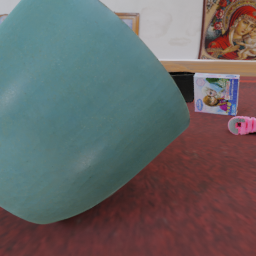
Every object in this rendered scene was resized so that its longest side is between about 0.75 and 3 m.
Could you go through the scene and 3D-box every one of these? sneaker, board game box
[{"bbox_3d":[3.662,-0.069,7.834,1.583,0.625,0.755,9,8,23],"label":"sneaker"},{"bbox_3d":[3.082,-1.178,9.828,1.469,1.473,0.303,8,40,27],"label":"board game box"}]

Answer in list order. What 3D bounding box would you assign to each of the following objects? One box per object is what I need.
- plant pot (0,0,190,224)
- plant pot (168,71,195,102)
[{"bbox_3d":[-0.967,-0.111,3.986,2.300,2.866,2.866,-48,31,-7],"label":"plant pot"},{"bbox_3d":[2.240,-1.788,12.259,1.389,1.232,1.385,-5,17,-18],"label":"plant pot"}]
